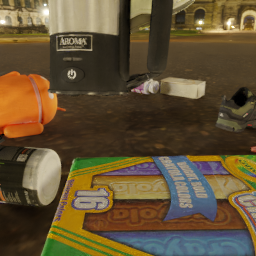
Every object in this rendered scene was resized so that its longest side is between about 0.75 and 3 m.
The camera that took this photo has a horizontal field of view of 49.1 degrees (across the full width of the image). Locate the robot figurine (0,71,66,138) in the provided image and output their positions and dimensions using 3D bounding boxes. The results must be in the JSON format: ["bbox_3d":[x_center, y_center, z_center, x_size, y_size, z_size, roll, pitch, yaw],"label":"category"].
[{"bbox_3d":[-3.366,-0.740,8.281,2.829,1.650,2.035,-14,22,-32],"label":"robot figurine"}]

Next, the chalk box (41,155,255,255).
[{"bbox_3d":[0.804,1.360,2.616,2.795,1.745,1.733,-1,21,0],"label":"chalk box"}]

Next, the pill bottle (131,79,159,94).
[{"bbox_3d":[0.722,-1.923,12.665,1.297,0.728,0.728,15,26,35],"label":"pill bottle"}]

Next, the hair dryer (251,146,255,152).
[{"bbox_3d":[3.478,0.518,7.100,0.856,0.233,0.652,-4,3,-21],"label":"hair dryer"}]

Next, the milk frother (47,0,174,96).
[{"bbox_3d":[-0.384,-2.134,6.343,2.617,2.728,2.900,2,9,-3],"label":"milk frother"}]

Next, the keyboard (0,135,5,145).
[{"bbox_3d":[-3.419,0.777,4.557,2.703,0.347,1.623,-41,47,-21],"label":"keyboard"}]

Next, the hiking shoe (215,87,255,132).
[{"bbox_3d":[3.767,-0.640,8.589,2.428,1.222,0.919,-13,24,-30],"label":"hiking shoe"}]

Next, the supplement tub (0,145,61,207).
[{"bbox_3d":[-2.150,0.825,5.040,1.657,1.016,1.016,4,21,10],"label":"supplement tub"}]

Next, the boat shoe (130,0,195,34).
[{"bbox_3d":[0.495,-2.749,6.490,2.348,0.839,0.702,-6,-17,32],"label":"boat shoe"}]

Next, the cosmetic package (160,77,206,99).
[{"bbox_3d":[2.429,-1.803,12.477,1.774,0.648,0.918,13,24,32],"label":"cosmetic package"}]
